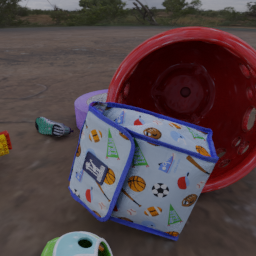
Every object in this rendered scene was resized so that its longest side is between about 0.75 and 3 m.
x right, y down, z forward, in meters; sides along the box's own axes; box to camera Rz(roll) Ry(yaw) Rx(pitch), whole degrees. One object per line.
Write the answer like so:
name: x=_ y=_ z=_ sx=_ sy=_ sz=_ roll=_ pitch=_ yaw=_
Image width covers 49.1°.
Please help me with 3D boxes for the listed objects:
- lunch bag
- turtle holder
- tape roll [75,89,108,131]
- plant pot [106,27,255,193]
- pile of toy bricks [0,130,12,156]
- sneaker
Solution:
lunch bag: x=0.127 y=0.619 z=4.335 sx=1.955 sy=1.662 sz=1.211 roll=19 pitch=25 yaw=0
turtle holder: x=-0.632 y=1.663 z=3.238 sx=0.775 sy=0.829 sz=1.091 roll=-24 pitch=-11 yaw=12
tape roll: x=-0.471 y=-0.513 z=8.440 sx=2.194 sy=0.720 sz=2.194 roll=-1 pitch=25 yaw=1
plant pot: x=1.203 y=-0.546 z=5.983 sx=2.981 sy=2.981 sz=2.714 roll=3 pitch=18 yaw=6
pile of toy bricks: x=-3.527 y=0.585 z=4.938 sx=2.984 sy=1.655 sz=1.473 roll=-22 pitch=37 yaw=-32
sneaker: x=-2.098 y=-0.001 z=7.884 sx=1.213 sy=0.451 sz=0.531 roll=20 pitch=10 yaw=35
